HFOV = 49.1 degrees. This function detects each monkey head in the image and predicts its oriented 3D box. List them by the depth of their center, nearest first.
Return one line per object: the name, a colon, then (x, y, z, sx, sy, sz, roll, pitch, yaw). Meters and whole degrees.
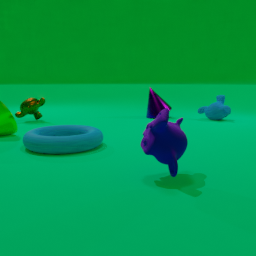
monkey head: (0.581, 0.116, 3.996, 0.652, 0.779, 1.082, 21, 48, -6)
monkey head: (-3.308, -0.633, 9.725, 1.133, 0.815, 0.682, -32, 17, -6)
monkey head: (3.188, -0.738, 10.025, 0.777, 0.928, 1.289, 0, 1, -43)

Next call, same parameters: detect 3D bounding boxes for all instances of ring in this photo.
ring: (-1.390, 0.212, 6.104, 1.707, 0.341, 1.707, 0, 10, 0)

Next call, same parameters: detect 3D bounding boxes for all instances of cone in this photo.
cone: (-3.574, -0.016, 6.842, 1.167, 1.167, 1.171, 8, 39, 38)
cone: (0.996, -1.057, 10.546, 1.035, 1.039, 1.035, -20, 17, 6)
